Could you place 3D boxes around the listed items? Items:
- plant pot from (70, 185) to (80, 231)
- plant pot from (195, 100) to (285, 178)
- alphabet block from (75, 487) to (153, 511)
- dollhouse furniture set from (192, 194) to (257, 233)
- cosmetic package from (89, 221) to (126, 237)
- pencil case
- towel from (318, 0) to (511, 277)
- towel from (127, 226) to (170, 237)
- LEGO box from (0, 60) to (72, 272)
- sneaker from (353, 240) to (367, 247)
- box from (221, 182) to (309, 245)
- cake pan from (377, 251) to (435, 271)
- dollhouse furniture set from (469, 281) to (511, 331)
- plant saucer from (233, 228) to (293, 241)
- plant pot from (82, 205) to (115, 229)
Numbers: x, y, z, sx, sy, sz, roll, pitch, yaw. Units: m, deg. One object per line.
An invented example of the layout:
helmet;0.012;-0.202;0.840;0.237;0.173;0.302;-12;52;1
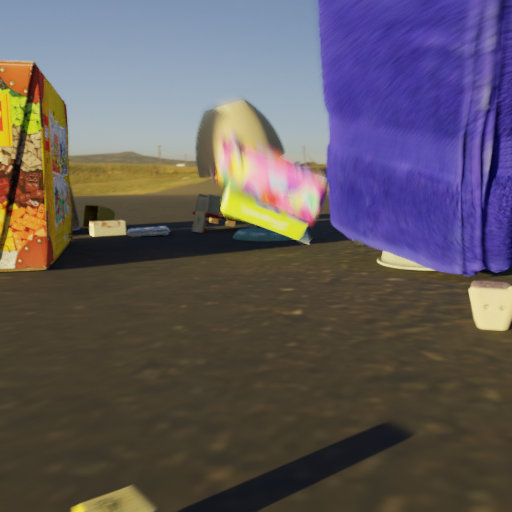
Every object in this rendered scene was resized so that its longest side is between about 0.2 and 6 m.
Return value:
plant pot;-5.938;-1.380;14.702;1.646;1.857;1.859;-11;7;5
plant pot;-0.456;-2.413;11.228;1.818;1.221;1.818;-15;15;4
alphabet block;-0.542;1.065;2.153;0.230;0.225;0.226;-7;9;-37
dollhouse furniture set;-0.745;-1.045;15.687;2.020;1.052;2.042;8;2;-37
cosmetic package;-3.820;-0.709;14.410;0.830;0.362;0.429;-5;9;-30
pencil case;0.244;-1.348;9.722;2.031;0.898;0.898;23;7;-4
towel;2.087;-1.855;7.679;3.085;4.178;1.035;20;40;40
towel;-2.811;-0.641;14.653;1.086;0.176;1.479;-3;7;-10
LEGO box;-4.498;-1.586;10.387;1.653;3.190;4.283;-2;8;-13
sneaker;2.223;-1.536;10.380;1.363;3.031;1.188;32;-26;-20
box;0.261;-0.996;11.234;1.910;0.455;1.164;20;33;-14
cake pan;3.143;-0.102;9.569;2.113;0.388;2.113;-3;8;0
dollhouse furniture set;3.260;-0.211;6.115;1.843;1.651;2.326;2;8;16
plant saucer;0.202;-0.538;13.768;1.557;0.213;1.557;0;9;0
plant pot;-4.511;-1.100;16.259;0.695;0.691;0.711;6;1;39
